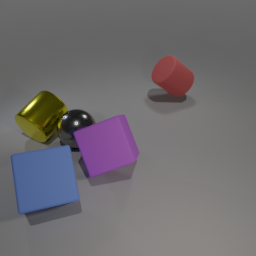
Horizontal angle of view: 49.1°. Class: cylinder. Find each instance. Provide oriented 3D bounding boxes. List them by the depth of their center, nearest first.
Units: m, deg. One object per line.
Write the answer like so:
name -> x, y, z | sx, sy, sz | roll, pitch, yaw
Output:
cylinder -> -3.172, -0.429, 10.375 | 1.400, 1.400, 1.400 | 18, 55, 26
cylinder -> 2.027, -2.333, 12.699 | 1.400, 1.400, 1.400 | 28, 17, -35

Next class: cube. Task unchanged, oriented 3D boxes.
cube -> -2.143, 1.362, 7.282 | 1.400, 1.400, 1.400 | -9, 77, -18
cube -> -0.589, 0.487, 8.481 | 1.400, 1.400, 1.400 | -20, 2, 8

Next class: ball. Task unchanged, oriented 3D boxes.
ball -> -1.817, 0.024, 9.980 | 1.400, 1.400, 1.400 | 0, 33, 0
